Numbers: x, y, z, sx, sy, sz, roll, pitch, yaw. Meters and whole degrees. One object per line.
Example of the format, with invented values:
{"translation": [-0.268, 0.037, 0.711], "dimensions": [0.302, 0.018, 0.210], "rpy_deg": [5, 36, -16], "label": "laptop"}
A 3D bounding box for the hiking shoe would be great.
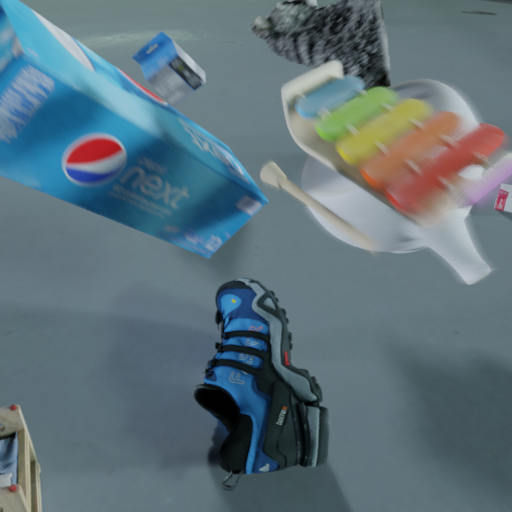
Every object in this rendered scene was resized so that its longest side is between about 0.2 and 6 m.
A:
{"translation": [-0.192, 1.316, 7.022], "dimensions": [1.332, 1.143, 3.073], "rpy_deg": [-9, 34, -15], "label": "hiking shoe"}

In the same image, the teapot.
{"translation": [1.637, -0.804, 6.287], "dimensions": [2.094, 1.550, 2.122], "rpy_deg": [-6, 48, 49], "label": "teapot"}

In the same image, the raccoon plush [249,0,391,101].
{"translation": [1.115, -3.195, 9.705], "dimensions": [2.256, 1.629, 3.367], "rpy_deg": [-7, 67, 18], "label": "raccoon plush"}

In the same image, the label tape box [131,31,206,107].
{"translation": [-1.971, -4.195, 12.642], "dimensions": [1.003, 1.400, 0.463], "rpy_deg": [-30, 48, 25], "label": "label tape box"}

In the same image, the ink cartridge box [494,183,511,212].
{"translation": [5.415, -1.144, 11.510], "dimensions": [0.849, 0.354, 0.617], "rpy_deg": [16, 37, 23], "label": "ink cartridge box"}

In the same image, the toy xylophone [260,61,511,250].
{"translation": [0.887, -0.770, 4.216], "dimensions": [1.833, 0.461, 1.342], "rpy_deg": [32, 57, 26], "label": "toy xylophone"}

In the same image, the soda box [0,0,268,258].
{"translation": [-1.507, -1.215, 6.328], "dimensions": [3.721, 1.194, 1.262], "rpy_deg": [26, 27, -54], "label": "soda box"}

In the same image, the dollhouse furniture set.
{"translation": [-3.004, 2.381, 5.438], "dimensions": [1.562, 1.095, 1.101], "rpy_deg": [-11, 35, -17], "label": "dollhouse furniture set"}
